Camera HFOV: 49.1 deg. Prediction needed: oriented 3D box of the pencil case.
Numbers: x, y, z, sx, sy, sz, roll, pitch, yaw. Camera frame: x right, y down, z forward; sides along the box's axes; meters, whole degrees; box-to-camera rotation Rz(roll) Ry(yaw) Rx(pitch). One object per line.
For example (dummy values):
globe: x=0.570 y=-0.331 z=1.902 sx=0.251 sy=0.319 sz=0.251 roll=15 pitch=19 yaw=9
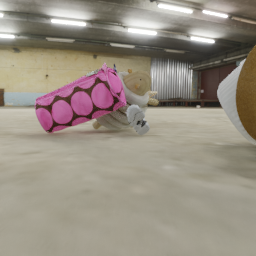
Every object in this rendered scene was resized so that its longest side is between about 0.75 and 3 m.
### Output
pencil case: x=-1.134 y=-0.634 z=6.341 sx=2.156 sy=0.979 sz=1.010 roll=-22 pitch=-44 yaw=19

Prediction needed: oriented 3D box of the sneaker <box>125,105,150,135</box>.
sneaker: x=0.130 y=-0.290 z=6.060 sx=0.380 sy=0.581 sz=1.011 roll=-32 pitch=-35 yaw=1

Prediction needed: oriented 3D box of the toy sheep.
toy sheep: x=-0.197 y=-0.635 z=7.342 sx=1.531 sy=1.531 sz=2.221 roll=-6 pitch=-35 yaw=-53

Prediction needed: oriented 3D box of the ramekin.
ramekin: x=2.148 y=-0.384 z=4.729 sx=0.698 sy=1.499 sz=1.499 roll=-37 pitch=-17 yaw=31

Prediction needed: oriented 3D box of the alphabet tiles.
alphabet tiles: x=-0.108 y=-0.696 z=9.330 sx=2.213 sy=0.165 sz=2.263 roll=-28 pitch=-2 yaw=17

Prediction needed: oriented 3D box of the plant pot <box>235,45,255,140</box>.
plant pot: x=2.470 y=-0.290 z=3.002 sx=1.789 sy=1.789 sz=1.920 roll=-1 pitch=16 yaw=-8
